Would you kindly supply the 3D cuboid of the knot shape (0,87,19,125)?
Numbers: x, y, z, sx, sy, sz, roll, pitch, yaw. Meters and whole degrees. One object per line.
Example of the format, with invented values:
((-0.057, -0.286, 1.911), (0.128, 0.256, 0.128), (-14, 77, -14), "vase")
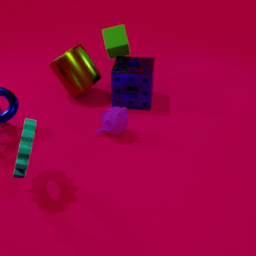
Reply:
((-4.004, -0.285, 7.995), (1.636, 0.808, 1.748), (-12, 50, 38), "knot shape")

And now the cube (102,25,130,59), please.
((-0.389, -2.923, 9.565), (0.755, 0.755, 0.755), (-13, 77, 3), "cube")

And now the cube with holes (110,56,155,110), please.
((0.183, -1.526, 9.403), (1.295, 1.295, 1.295), (5, 38, 6), "cube with holes")

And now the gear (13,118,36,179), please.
((-2.265, 0.446, 6.146), (0.237, 1.279, 1.279), (12, 34, -20), "gear")

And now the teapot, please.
((-0.454, -0.181, 7.952), (0.634, 1.296, 0.806), (0, 56, -51), "teapot")

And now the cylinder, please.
((-1.762, -1.942, 9.519), (1.318, 1.318, 1.318), (-31, 18, 11), "cylinder")
